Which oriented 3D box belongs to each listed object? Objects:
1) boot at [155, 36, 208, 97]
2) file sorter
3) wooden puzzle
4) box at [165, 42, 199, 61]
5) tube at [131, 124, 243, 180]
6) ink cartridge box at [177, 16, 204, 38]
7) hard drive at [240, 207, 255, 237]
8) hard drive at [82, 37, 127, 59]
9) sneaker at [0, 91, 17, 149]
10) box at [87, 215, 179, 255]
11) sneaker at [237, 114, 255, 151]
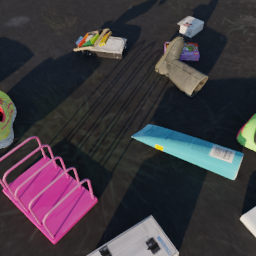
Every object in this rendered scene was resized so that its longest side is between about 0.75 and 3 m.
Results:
[{"bbox_3d":[2.059,-2.223,10.011,1.860,0.675,1.691,40,103,37],"label":"boot"},{"bbox_3d":[-2.017,1.369,6.789,2.068,1.297,1.437,33,57,25],"label":"file sorter"},{"bbox_3d":[-1.422,-3.453,10.850,1.981,0.232,1.337,0,48,38],"label":"wooden puzzle"},{"bbox_3d":[2.178,-3.134,11.391,1.359,0.266,0.930,4,49,3],"label":"box"},{"bbox_3d":[1.646,0.537,7.901,2.956,0.745,1.145,21,22,21],"label":"tube"},{"bbox_3d":[2.766,-4.541,12.531,0.836,0.399,0.952,35,57,26],"label":"ink cartridge box"},{"bbox_3d":[3.796,2.561,6.436,1.313,0.266,1.990,-24,54,-20],"label":"hard drive"},{"bbox_3d":[-0.942,-3.381,11.590,1.652,0.313,1.154,8,49,8],"label":"hard drive"},{"bbox_3d":[-4.005,-0.520,8.598,0.915,1.057,2.340,-18,50,-13],"label":"sneaker"},{"bbox_3d":[0.062,2.834,6.012,1.794,0.539,1.046,-25,53,-20],"label":"box"},{"bbox_3d":[4.511,-0.192,8.442,2.998,1.150,1.256,-39,72,-21],"label":"sneaker"}]
